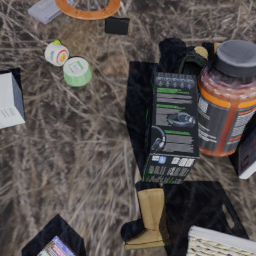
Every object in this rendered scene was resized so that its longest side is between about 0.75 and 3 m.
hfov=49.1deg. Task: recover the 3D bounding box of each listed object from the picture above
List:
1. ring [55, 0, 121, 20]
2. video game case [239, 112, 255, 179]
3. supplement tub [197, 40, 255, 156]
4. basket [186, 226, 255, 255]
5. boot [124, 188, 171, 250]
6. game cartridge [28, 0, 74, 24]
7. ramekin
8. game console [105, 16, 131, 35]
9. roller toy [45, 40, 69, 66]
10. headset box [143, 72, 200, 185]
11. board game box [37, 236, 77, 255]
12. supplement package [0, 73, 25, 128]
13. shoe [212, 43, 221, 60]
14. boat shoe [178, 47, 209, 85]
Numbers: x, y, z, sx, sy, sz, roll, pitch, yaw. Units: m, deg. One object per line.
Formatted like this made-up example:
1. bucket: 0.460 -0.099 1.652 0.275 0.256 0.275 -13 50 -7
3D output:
1. ring: -1.537 -5.009 10.808 2.532 0.243 2.532 3 54 -4
2. video game case: 3.301 -0.042 7.080 0.259 2.257 2.056 10 61 5
3. supplement tub: 2.432 -0.667 6.984 1.525 2.851 1.525 -1 48 1
4. basket: 2.056 2.939 5.552 1.871 1.268 1.154 7 47 23
5. boot: 0.404 2.230 6.891 1.192 0.450 1.362 0 61 -15
6. game cartridge: -2.979 -4.679 10.819 0.999 0.296 1.541 33 66 22
7. ramekin: -1.663 -1.858 9.130 0.923 0.451 0.923 0 61 0
8. game console: -0.381 -3.819 10.435 0.862 0.502 0.759 8 31 4
9. roller toy: -2.343 -2.438 9.318 0.534 0.765 0.698 31 74 18
10. headset box: 1.029 0.012 7.152 1.087 2.040 2.343 5 63 1
11. board game box: -1.664 3.235 6.224 0.959 0.583 1.203 38 68 19
12. supplement package: -3.872 -0.736 8.210 1.312 0.965 1.255 -13 62 -7
13. shoe: 2.987 -1.762 8.834 0.668 0.876 2.504 7 60 8
14. boat shoe: 2.024 -1.811 8.922 0.889 0.767 2.437 27 64 14
